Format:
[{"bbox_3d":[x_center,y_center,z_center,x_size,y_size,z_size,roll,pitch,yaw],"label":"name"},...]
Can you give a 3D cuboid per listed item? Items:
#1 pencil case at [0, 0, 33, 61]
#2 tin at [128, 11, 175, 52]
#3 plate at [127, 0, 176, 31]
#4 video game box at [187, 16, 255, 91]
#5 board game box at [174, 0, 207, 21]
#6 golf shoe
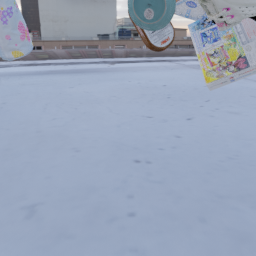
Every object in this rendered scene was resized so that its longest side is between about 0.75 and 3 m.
[{"bbox_3d":[-2.877,-2.581,6.316,0.859,2.065,0.937,3,47,12],"label":"pencil case"},{"bbox_3d":[0.921,-4.086,10.826,1.299,2.319,0.486,-34,11,-7],"label":"tin"},{"bbox_3d":[0.455,-2.537,5.774,1.072,1.072,0.137,8,33,22],"label":"plate"},{"bbox_3d":[2.109,-1.721,5.615,1.485,1.630,0.381,-19,-28,20],"label":"video game box"},{"bbox_3d":[1.793,-3.575,7.128,1.578,1.578,0.204,12,33,-11],"label":"board game box"},{"bbox_3d":[1.447,-2.068,4.054,2.656,1.223,0.964,6,20,-21],"label":"golf shoe"}]
